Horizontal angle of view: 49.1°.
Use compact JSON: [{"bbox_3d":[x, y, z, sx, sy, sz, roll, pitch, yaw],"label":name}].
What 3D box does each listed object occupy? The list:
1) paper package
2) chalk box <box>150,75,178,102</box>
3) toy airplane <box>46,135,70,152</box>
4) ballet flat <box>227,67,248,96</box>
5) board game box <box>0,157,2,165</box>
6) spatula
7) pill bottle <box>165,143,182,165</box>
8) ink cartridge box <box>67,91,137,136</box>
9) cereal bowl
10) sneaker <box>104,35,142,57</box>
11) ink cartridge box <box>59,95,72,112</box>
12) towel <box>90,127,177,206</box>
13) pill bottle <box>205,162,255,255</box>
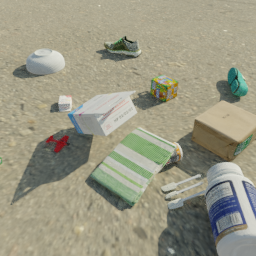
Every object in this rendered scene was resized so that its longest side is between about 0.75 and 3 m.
[{"bbox_3d":[3.634,0.031,10.326,1.954,1.011,1.863,-29,46,-33],"label":"paper package"},{"bbox_3d":[1.573,-1.917,13.044,0.807,0.813,1.303,-28,45,-33],"label":"chalk box"},{"bbox_3d":[-2.605,0.498,10.400,0.986,0.181,0.986,0,36,0],"label":"toy airplane"},{"bbox_3d":[5.357,-2.179,13.589,0.786,0.752,2.234,25,38,-8],"label":"ballet flat"},{"bbox_3d":[-5.393,1.131,9.334,1.880,0.274,1.265,15,31,19],"label":"board game box"},{"bbox_3d":[1.712,1.884,8.403,1.290,0.104,0.897,-20,33,1],"label":"spatula"},{"bbox_3d":[1.220,0.925,9.466,1.109,0.646,0.646,-15,40,-18],"label":"pill bottle"},{"bbox_3d":[-0.818,-0.508,9.907,1.544,0.910,2.682,-38,22,-27],"label":"ink cartridge box"},{"bbox_3d":[-4.578,-3.773,15.420,2.096,0.873,2.096,0,38,0],"label":"cereal bowl"},{"bbox_3d":[-0.309,-5.133,16.975,2.512,1.113,0.966,16,40,20],"label":"sneaker"},{"bbox_3d":[-2.774,-1.088,12.370,0.520,0.302,0.894,-4,38,-5],"label":"ink cartridge box"},{"bbox_3d":[0.218,1.104,9.021,1.828,0.280,2.396,27,64,32],"label":"towel"},{"bbox_3d":[2.782,2.111,7.327,1.360,1.360,2.452,1,37,2],"label":"pill bottle"}]
